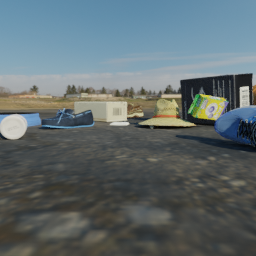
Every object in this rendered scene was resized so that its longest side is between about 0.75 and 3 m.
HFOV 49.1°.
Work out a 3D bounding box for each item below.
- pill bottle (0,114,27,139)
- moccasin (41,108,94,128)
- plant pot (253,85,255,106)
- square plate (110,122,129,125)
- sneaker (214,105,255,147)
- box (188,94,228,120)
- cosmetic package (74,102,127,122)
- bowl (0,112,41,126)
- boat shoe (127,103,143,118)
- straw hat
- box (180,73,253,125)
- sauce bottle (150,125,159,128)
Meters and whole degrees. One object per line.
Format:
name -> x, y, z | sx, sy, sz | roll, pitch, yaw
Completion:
pill bottle -> -3.284, -0.059, 8.133 | 0.669, 0.669, 1.231 | -2, 5, -17
moccasin -> -2.398, -0.403, 11.132 | 0.923, 0.782, 2.293 | 5, 7, 40
plant pot -> 6.705, -1.079, 13.453 | 2.007, 2.007, 1.405 | 1, 22, 10
square plate -> -0.374, -0.199, 12.627 | 0.780, 0.112, 0.788 | 1, 5, 9
sneaker -> 2.897, -0.009, 6.013 | 1.104, 0.973, 2.476 | -1, 5, -38
box -> 3.009, -0.782, 10.585 | 1.472, 0.863, 0.356 | 5, 30, -27
cosmetic package -> -1.557, -0.946, 15.540 | 1.502, 1.061, 2.902 | -5, 6, -43
bowl -> -5.291, -0.395, 12.439 | 2.731, 0.536, 2.731 | 0, 5, 0
boat shoe -> 0.069, -1.141, 18.296 | 0.920, 0.922, 2.492 | 4, 7, 35
straw hat -> 1.579, -0.648, 11.545 | 2.533, 1.072, 2.533 | 2, 2, 0
box -> 3.883, -1.267, 12.476 | 1.489, 2.112, 2.854 | -11, 11, -37
sauce bottle -> 1.064, -0.127, 11.027 | 0.254, 0.254, 0.785 | 2, 13, 21
